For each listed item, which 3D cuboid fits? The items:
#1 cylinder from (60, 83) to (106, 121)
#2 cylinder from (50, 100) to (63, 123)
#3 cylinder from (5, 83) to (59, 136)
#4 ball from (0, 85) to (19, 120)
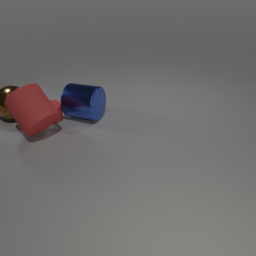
[{"bbox_3d":[-1.809,-1.083,11.530,1.400,1.400,1.400,10,32,19],"label":"cylinder"},{"bbox_3d":[-3.058,-0.679,11.448,0.700,0.700,0.700,0,46,0],"label":"cylinder"},{"bbox_3d":[-3.478,-0.665,10.200,1.400,1.400,1.400,-32,84,-42],"label":"cylinder"},{"bbox_3d":[-4.751,-1.038,11.484,1.400,1.400,1.400,0,31,0],"label":"ball"}]
